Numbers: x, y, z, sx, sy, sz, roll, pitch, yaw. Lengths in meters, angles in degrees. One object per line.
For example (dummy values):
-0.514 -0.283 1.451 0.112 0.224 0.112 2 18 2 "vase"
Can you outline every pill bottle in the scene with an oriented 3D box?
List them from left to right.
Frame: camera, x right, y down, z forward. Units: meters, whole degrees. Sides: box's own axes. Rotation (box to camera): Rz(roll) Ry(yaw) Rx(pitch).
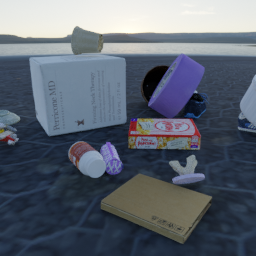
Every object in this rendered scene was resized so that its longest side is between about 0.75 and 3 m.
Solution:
-0.995 0.783 6.884 0.626 0.626 1.117 -11 21 -29 "pill bottle"

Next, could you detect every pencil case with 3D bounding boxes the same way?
-0.448 0.775 7.177 0.459 0.467 1.093 -8 19 -12 "pencil case"

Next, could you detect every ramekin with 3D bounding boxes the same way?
4.898 -0.668 9.190 2.339 1.140 2.339 15 38 -12 "ramekin"

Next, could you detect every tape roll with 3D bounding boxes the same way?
1.847 -1.617 10.949 1.017 2.393 2.393 31 19 -5 "tape roll"

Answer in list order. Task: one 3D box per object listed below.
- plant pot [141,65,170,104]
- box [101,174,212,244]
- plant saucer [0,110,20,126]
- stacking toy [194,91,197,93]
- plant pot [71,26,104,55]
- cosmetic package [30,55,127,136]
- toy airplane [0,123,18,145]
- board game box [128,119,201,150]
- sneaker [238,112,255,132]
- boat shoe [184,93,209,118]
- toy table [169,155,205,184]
1.352 -1.821 13.144 1.906 1.906 2.040 -3 3 -10 "plant pot"
0.583 1.472 5.547 1.761 0.187 1.440 12 22 33 "box"
-4.988 -0.415 10.820 1.506 0.378 1.506 0 18 0 "plant saucer"
3.130 -2.098 15.133 1.296 1.296 1.774 -10 41 -28 "stacking toy"
-1.401 -3.064 9.996 0.934 1.020 1.020 9 20 10 "plant pot"
-1.863 -1.379 10.376 2.917 2.441 2.426 -11 22 -24 "cosmetic package"
-3.847 0.178 8.619 0.929 0.658 0.933 -7 17 -31 "toy airplane"
1.103 0.159 8.916 2.107 0.488 1.596 1 19 3 "board game box"
4.382 -0.259 9.797 0.994 0.728 0.401 7 20 19 "sneaker"
3.008 -1.117 12.110 1.055 0.861 2.507 4 19 12 "boat shoe"
1.295 0.950 6.233 0.805 0.471 0.740 9 -31 -39 "toy table"
